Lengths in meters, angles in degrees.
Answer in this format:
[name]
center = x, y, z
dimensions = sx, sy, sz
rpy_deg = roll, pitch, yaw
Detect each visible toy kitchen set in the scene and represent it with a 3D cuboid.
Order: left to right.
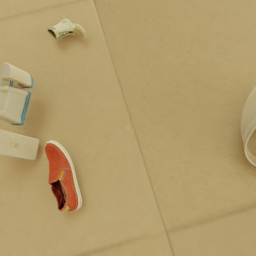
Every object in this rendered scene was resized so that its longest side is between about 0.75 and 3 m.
[toy kitchen set]
center = -3.455, -0.433, 7.841
dimensions = 1.870, 1.375, 2.335
rpy_deg = 3, 77, 34

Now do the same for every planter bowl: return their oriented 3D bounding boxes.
[planter bowl]
center = 4.153, -0.396, 7.125
dimensions = 2.735, 2.735, 1.840
rpy_deg = 1, 46, 0

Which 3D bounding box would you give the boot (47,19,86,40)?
[boot]
center = -1.893, -2.960, 8.650
dimensions = 1.024, 0.369, 0.792
rpy_deg = 34, 56, 21

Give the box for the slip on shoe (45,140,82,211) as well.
[slip on shoe]
center = -1.787, 1.242, 7.297
dimensions = 0.723, 0.597, 1.952
rpy_deg = -28, 78, 37
